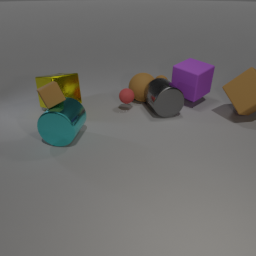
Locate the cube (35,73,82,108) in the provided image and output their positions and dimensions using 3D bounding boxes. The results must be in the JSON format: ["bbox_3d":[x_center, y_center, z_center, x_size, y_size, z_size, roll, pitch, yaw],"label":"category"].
[{"bbox_3d":[-3.130,-1.703,12.683,1.400,1.400,1.400,9,21,42],"label":"cube"}]

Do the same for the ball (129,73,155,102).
[{"bbox_3d":[0.728,-1.981,13.634,1.400,1.400,1.400,0,28,0],"label":"ball"}]

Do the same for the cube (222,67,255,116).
[{"bbox_3d":[5.089,-1.480,11.710,1.400,1.400,1.400,0,60,-53],"label":"cube"}]

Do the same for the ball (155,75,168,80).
[{"bbox_3d":[1.657,-2.294,14.038,0.700,0.700,0.700,0,28,0],"label":"ball"}]

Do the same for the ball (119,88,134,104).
[{"bbox_3d":[-0.061,-1.449,12.695,0.700,0.700,0.700,0,28,0],"label":"ball"}]

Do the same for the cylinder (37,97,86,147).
[{"bbox_3d":[-2.408,-0.251,10.369,1.400,1.400,1.400,5,29,9],"label":"cylinder"}]

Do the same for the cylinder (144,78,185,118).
[{"bbox_3d":[1.593,-1.362,12.474,1.400,1.400,1.400,-7,29,-13],"label":"cylinder"}]

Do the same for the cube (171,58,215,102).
[{"bbox_3d":[3.022,-2.292,13.217,1.400,1.400,1.400,30,45,35],"label":"cube"}]

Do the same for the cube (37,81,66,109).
[{"bbox_3d":[-2.742,-1.190,9.970,0.700,0.700,0.700,-31,22,-14],"label":"cube"}]
